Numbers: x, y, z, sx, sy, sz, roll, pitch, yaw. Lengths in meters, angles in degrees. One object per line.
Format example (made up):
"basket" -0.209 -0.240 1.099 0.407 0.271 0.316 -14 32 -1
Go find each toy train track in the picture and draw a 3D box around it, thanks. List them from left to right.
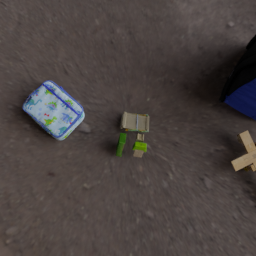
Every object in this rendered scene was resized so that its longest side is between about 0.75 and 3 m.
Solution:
"toy train track" 3.237 1.136 6.920 1.264 0.359 2.204 -22 84 -12

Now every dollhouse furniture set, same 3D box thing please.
"dollhouse furniture set" 0.128 0.176 7.150 0.720 0.551 1.098 10 49 -4

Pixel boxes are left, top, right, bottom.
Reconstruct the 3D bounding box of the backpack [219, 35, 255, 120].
"backpack" 3.777 -1.437 6.207 2.318 2.763 2.245 24 78 5

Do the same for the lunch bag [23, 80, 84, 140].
"lunch bag" -1.864 -0.472 7.141 1.374 0.566 1.104 42 78 7
